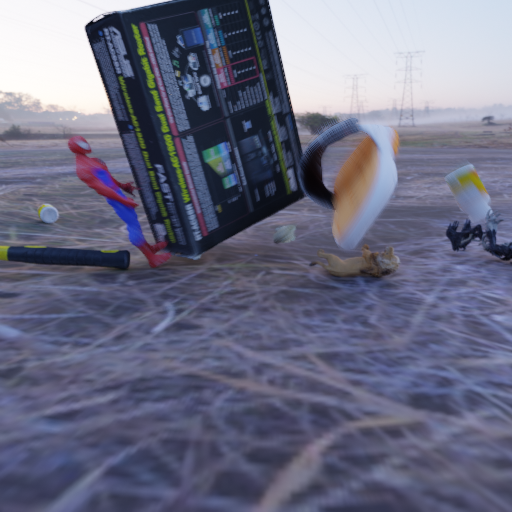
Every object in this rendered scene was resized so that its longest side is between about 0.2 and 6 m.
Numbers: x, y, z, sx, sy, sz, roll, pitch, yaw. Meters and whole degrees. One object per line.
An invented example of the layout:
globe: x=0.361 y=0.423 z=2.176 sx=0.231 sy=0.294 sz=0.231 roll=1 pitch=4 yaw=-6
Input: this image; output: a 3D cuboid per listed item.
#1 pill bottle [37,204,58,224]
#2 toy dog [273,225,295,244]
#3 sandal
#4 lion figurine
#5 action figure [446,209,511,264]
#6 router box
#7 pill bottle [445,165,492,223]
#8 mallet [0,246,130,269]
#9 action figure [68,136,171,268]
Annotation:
pill bottle: x=-4.185 y=-0.855 z=11.214 sx=0.339 sy=0.339 sz=0.620 roll=-7 pitch=15 yaw=-28
toy dog: x=0.406 y=-0.312 z=8.744 sx=0.348 sy=0.250 sz=0.358 roll=6 pitch=-20 yaw=-26
sandal: x=1.100 y=-1.160 z=7.095 sx=0.975 sy=1.303 sz=3.402 roll=32 pitch=21 yaw=-3
lion figurine: x=1.259 y=0.114 z=7.218 sx=1.104 sy=0.400 sz=0.676 roll=-13 pitch=21 yaw=3
action figure: x=3.514 y=-0.298 z=7.995 sx=0.899 sy=0.772 sz=1.512 roll=4 pitch=7 yaw=-37
router box: x=-0.667 y=-1.949 z=8.073 sx=2.473 sy=3.300 sz=1.025 roll=-30 pitch=26 yaw=-35
pill bottle: x=3.531 y=-1.015 z=9.244 sx=0.487 sy=0.876 sz=0.487 roll=-24 pitch=-9 yaw=-4
mallet: x=-3.404 y=-0.065 z=7.578 sx=3.335 sy=0.686 sz=1.098 roll=2 pitch=9 yaw=-11
action figure: x=-1.784 y=-0.733 z=7.316 sx=0.504 sy=1.951 sz=0.638 roll=-33 pitch=31 yaw=5
